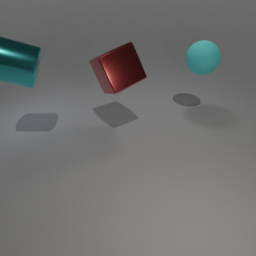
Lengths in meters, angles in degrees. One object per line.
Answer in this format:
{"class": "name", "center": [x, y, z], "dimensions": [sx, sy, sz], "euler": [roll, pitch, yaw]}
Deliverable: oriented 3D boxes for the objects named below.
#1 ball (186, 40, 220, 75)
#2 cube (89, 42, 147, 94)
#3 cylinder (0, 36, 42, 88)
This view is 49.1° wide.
{"class": "ball", "center": [3.144, -2.941, 11.751], "dimensions": [1.400, 1.400, 1.400], "euler": [0, 31, 0]}
{"class": "cube", "center": [-0.396, -2.198, 10.432], "dimensions": [1.400, 1.400, 1.400], "euler": [-30, 17, -15]}
{"class": "cylinder", "center": [-3.692, -2.138, 9.220], "dimensions": [1.400, 1.400, 1.400], "euler": [12, 27, -18]}
